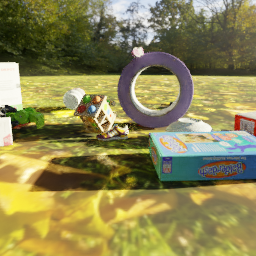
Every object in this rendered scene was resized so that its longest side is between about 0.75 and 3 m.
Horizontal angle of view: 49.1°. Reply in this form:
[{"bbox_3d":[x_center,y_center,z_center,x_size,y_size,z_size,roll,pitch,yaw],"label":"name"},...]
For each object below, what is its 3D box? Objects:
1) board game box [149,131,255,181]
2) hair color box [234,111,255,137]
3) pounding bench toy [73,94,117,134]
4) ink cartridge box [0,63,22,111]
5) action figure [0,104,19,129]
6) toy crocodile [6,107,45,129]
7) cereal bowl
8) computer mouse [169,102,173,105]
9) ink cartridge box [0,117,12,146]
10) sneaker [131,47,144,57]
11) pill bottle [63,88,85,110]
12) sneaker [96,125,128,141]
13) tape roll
[{"bbox_3d":[1.913,0.586,6.678,2.648,0.596,2.014,0,13,-2],"label":"board game box"},{"bbox_3d":[4.912,-0.145,9.260,2.457,0.752,1.247,-8,16,-18],"label":"hair color box"},{"bbox_3d":[-1.001,-0.700,9.358,0.885,1.111,1.425,6,56,27],"label":"pounding bench toy"},{"bbox_3d":[-5.724,-1.656,12.291,0.988,2.351,1.716,11,17,39],"label":"ink cartridge box"},{"bbox_3d":[-4.503,-0.379,9.138,1.174,1.367,2.301,-9,-2,2],"label":"action figure"},{"bbox_3d":[-4.303,-0.339,10.566,2.437,0.752,0.822,-3,14,9],"label":"toy crocodile"},{"bbox_3d":[1.933,0.070,8.792,1.551,0.646,1.551,1,14,0],"label":"cereal bowl"},{"bbox_3d":[2.668,-1.345,15.420,0.545,0.317,1.861,-3,13,-8],"label":"computer mouse"},{"bbox_3d":[-3.985,0.139,8.155,1.080,0.787,0.458,-5,14,-21],"label":"ink cartridge box"},{"bbox_3d":[0.249,-2.512,9.406,0.338,0.308,0.765,-13,12,27],"label":"sneaker"},{"bbox_3d":[-2.777,-1.485,14.460,1.017,1.017,1.838,0,13,-1],"label":"pill bottle"},{"bbox_3d":[-0.512,0.126,8.891,1.050,0.473,0.393,-4,14,-18],"label":"sneaker"},{"bbox_3d":[1.034,-1.445,10.543,2.738,2.738,1.164,2,13,8],"label":"tape roll"}]
